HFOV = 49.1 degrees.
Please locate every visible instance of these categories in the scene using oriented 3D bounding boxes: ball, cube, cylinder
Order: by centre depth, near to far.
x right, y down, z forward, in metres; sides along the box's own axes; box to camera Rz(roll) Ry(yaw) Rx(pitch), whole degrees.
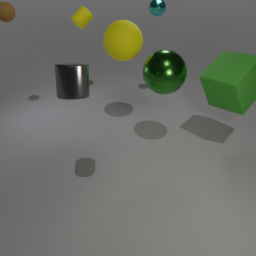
[{"bbox_3d":[-1.179,-1.002,5.962,0.700,0.700,0.700,0,16,0],"label":"cylinder"},{"bbox_3d":[1.161,-1.766,8.890,1.400,1.400,1.400,0,31,0],"label":"ball"},{"bbox_3d":[3.534,-1.542,9.462,1.400,1.400,1.400,-47,42,-16],"label":"cube"},{"bbox_3d":[-0.176,-3.099,9.965,1.400,1.400,1.400,0,31,0],"label":"ball"},{"bbox_3d":[-4.505,-4.256,10.274,0.700,0.700,0.700,0,31,0],"label":"ball"},{"bbox_3d":[1.233,-5.028,11.684,0.700,0.700,0.700,0,31,0],"label":"ball"},{"bbox_3d":[-2.052,-4.938,12.538,0.700,0.700,0.700,33,82,43],"label":"cylinder"}]
